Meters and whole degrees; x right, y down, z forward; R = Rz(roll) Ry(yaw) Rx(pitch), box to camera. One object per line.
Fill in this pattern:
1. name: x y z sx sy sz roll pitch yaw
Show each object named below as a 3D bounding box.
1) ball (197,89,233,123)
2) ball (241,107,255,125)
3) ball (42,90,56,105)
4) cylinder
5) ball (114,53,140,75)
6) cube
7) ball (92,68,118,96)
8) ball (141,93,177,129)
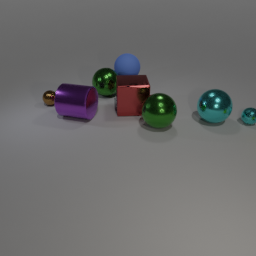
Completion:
1. ball: 3.525 -0.888 11.417 1.400 1.400 1.400 0 30 0
2. ball: 4.982 -0.490 11.412 0.700 0.700 0.700 0 30 0
3. ball: -3.618 -1.403 13.022 0.700 0.700 0.700 0 30 0
4. cylinder: -2.146 -1.128 11.820 1.400 1.400 1.400 8 31 14
5. ball: -0.041 -3.263 14.962 1.400 1.400 1.400 0 30 0
6. cube: 0.193 -1.458 12.405 1.400 1.400 1.400 -2 30 -3
7. ball: -1.079 -2.274 13.866 1.400 1.400 1.400 0 30 0
8. ball: 1.220 -0.675 10.998 1.400 1.400 1.400 0 30 0
